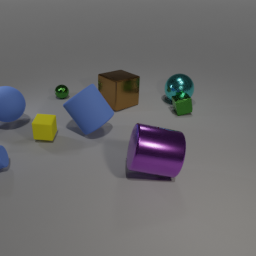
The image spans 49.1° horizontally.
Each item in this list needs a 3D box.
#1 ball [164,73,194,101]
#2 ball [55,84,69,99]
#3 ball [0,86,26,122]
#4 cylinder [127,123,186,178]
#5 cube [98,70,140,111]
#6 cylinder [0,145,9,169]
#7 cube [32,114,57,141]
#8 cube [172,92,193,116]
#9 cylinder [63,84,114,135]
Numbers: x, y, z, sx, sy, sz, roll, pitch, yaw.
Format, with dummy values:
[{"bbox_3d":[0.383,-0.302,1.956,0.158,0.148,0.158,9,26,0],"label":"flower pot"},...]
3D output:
[{"bbox_3d":[2.433,-1.876,13.290,1.400,1.400,1.400,0,28,0],"label":"ball"},{"bbox_3d":[-3.279,-1.804,13.891,0.700,0.700,0.700,0,28,0],"label":"ball"},{"bbox_3d":[-4.741,-0.928,10.937,1.400,1.400,1.400,0,28,0],"label":"ball"},{"bbox_3d":[0.791,0.661,8.231,1.400,1.400,1.400,11,27,-9],"label":"cylinder"},{"bbox_3d":[-0.436,-1.792,13.039,1.400,1.400,1.400,-20,34,-36],"label":"cube"},{"bbox_3d":[-4.162,0.954,8.625,0.700,0.700,0.700,-15,30,-3],"label":"cylinder"},{"bbox_3d":[-3.033,-0.036,10.222,0.700,0.700,0.700,4,33,-1],"label":"cube"},{"bbox_3d":[2.384,-1.053,12.340,0.700,0.700,0.700,-15,29,-1],"label":"cube"},{"bbox_3d":[-1.470,-0.707,10.531,1.400,1.400,1.400,-33,13,9],"label":"cylinder"}]
